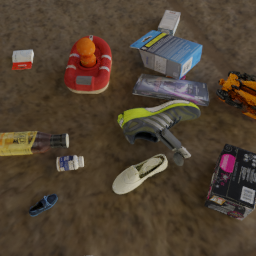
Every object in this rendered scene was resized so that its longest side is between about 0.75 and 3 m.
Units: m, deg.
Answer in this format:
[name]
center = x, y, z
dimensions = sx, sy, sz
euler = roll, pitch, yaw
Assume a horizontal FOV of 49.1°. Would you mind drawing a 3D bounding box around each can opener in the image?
[can opener]
center = 1.391, 0.583, 8.479
dimensions = 0.420, 1.595, 0.530
euler = -12, 46, 38

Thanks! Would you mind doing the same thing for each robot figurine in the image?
[robot figurine]
center = 4.452, -1.127, 10.222
dimensions = 2.517, 0.733, 1.825
euler = 29, 59, 19

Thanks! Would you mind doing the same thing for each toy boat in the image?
[toy boat]
center = -1.537, -2.684, 10.750
dimensions = 1.719, 1.722, 2.634
euler = 2, 53, 1

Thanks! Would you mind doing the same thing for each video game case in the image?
[video game case]
center = 1.607, -1.457, 10.317
dimensions = 2.614, 0.248, 1.867
euler = 11, 29, 7

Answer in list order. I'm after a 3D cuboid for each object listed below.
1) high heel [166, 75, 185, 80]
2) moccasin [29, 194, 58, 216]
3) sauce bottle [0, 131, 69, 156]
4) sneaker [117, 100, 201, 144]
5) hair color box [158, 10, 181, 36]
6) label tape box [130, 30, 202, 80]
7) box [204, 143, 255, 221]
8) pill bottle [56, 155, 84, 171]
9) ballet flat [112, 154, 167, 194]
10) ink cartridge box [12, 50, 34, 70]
[high heel]
center = 1.913, -2.078, 11.226
dimensions = 0.758, 0.255, 0.364
euler = 12, 52, 10
[moccasin]
center = -2.412, 2.199, 8.022
dimensions = 0.882, 0.301, 0.355
euler = -39, 62, -25
[sauce bottle]
center = -3.111, 0.463, 9.037
dimensions = 2.329, 0.769, 0.769
euler = -5, 54, -4
[sneaker]
center = 1.113, -0.122, 9.445
dimensions = 2.825, 1.044, 1.144
euler = -13, 65, -3
[hair color box]
center = 1.935, -4.915, 13.199
dimensions = 0.744, 0.456, 1.504
euler = 15, 56, 11
[label tape box]
center = 1.535, -3.076, 11.525
dimensions = 2.430, 0.803, 1.741
euler = 26, 51, 27
[box]
center = 3.056, 1.544, 8.075
dimensions = 1.156, 1.003, 1.749
euler = 20, 57, 12
[pill bottle]
center = -1.801, 1.088, 8.758
dimensions = 0.794, 0.441, 0.441
euler = -6, 54, -4
[ballet flat]
center = 0.368, 1.302, 8.482
dimensions = 1.929, 0.670, 0.670
euler = -26, 58, -17
[ink cartridge box]
center = -4.472, -2.893, 11.837
dimensions = 0.809, 0.239, 1.011
euler = -4, 52, -4
